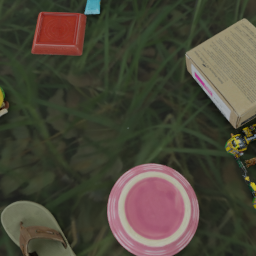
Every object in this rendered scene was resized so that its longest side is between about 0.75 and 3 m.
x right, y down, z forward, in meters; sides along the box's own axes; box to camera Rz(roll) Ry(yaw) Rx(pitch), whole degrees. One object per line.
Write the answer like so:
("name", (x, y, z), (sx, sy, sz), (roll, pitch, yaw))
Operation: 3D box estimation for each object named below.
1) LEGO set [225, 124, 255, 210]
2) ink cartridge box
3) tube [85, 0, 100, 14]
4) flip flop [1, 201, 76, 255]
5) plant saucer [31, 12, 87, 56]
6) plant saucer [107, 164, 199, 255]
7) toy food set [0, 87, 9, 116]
("LEGO set", (3.607, 0.812, 6.768), (1.853, 1.396, 2.410), (-11, 70, -4))
("ink cartridge box", (3.031, -1.499, 7.561), (1.975, 0.901, 2.398), (-31, 64, 1))
("tube", (-1.085, -4.310, 9.092), (0.513, 0.334, 1.324), (3, 79, 20))
("flip flop", (-1.953, 2.718, 6.402), (1.054, 0.749, 2.600), (-38, 74, -13))
("plant saucer", (-2.177, -3.046, 8.811), (1.585, 0.291, 1.582), (2, 69, 2))
("plant saucer", (0.617, 1.950, 6.790), (2.268, 0.575, 2.268), (0, 69, 0))
("toy food set", (-3.731, -0.736, 7.918), (0.744, 0.413, 1.264), (-32, 70, 9))
